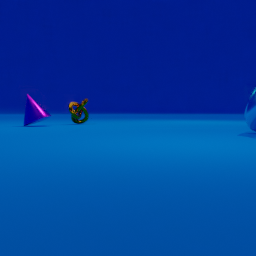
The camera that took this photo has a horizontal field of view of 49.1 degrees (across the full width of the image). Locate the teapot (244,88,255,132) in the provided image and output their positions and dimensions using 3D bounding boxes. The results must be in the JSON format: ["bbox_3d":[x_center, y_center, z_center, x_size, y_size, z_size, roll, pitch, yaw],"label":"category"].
[{"bbox_3d":[3.102,-0.403,5.770,1.009,1.281,2.061,31,1,33],"label":"teapot"}]

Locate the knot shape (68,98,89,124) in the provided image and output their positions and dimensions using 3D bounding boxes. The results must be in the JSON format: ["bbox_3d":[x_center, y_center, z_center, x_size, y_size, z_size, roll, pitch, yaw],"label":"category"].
[{"bbox_3d":[-1.909,-0.658,10.717,0.500,1.082,1.013,18,9,24],"label":"knot shape"}]

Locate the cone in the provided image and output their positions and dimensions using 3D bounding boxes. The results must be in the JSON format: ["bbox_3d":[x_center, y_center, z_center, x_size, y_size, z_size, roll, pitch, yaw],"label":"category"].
[{"bbox_3d":[-3.177,-0.681,9.315,0.958,0.962,0.958,-21,3,1],"label":"cone"}]
